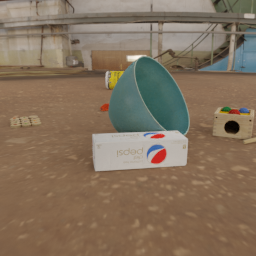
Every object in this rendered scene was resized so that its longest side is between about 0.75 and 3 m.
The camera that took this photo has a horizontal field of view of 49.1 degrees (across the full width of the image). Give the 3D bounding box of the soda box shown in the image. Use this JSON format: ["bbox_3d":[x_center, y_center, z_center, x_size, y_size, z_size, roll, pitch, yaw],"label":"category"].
[{"bbox_3d":[0.314,0.614,7.883,2.583,0.822,0.880,-3,15,-10],"label":"soda box"}]

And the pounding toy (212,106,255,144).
[{"bbox_3d":[4.337,-0.153,10.351,2.216,1.014,1.947,7,16,24],"label":"pounding toy"}]

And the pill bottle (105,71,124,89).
[{"bbox_3d":[-0.497,-4.100,24.024,2.726,1.517,1.517,1,15,4],"label":"pill bottle"}]

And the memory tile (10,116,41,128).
[{"bbox_3d":[-4.601,-0.294,12.557,1.293,0.142,1.686,-6,16,-22],"label":"memory tile"}]

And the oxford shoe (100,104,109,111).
[{"bbox_3d":[-1.097,-1.125,15.406,1.143,0.407,0.415,-24,-13,-37],"label":"oxford shoe"}]

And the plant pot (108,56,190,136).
[{"bbox_3d":[0.484,-0.694,9.821,2.003,2.974,2.974,-28,-3,34],"label":"plant pot"}]
